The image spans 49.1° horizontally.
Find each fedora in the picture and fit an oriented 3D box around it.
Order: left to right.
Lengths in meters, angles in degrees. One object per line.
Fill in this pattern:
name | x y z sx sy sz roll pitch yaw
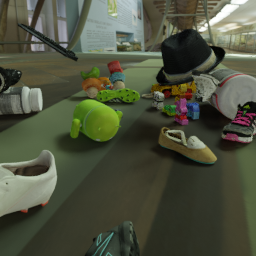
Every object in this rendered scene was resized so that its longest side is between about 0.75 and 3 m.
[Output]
fedora | 1.943 -2.605 9.627 2.778 1.269 2.778 -22 26 12

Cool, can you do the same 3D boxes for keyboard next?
keyboard | -2.782 -3.124 10.311 2.347 0.242 1.491 35 11 12

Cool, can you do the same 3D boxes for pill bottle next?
pill bottle | -4.329 -1.065 10.830 1.836 1.038 1.038 -3 19 -8
pill bottle | 3.951 -1.479 11.126 1.635 1.635 2.953 0 19 -1

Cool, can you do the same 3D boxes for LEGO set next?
LEGO set | 1.937 -1.108 10.815 1.055 1.135 2.766 -5 19 -17

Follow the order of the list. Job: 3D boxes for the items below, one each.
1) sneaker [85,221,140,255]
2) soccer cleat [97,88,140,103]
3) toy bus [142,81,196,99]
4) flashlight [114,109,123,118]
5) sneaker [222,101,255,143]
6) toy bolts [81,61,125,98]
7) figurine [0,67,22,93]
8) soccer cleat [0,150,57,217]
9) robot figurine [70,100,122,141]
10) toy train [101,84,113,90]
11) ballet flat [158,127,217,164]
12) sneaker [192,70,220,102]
sneaker | -0.202 1.790 3.366 0.653 0.622 1.649 -14 12 5
soccer cleat | -0.443 -1.463 12.727 1.944 0.656 0.788 1 4 2
toy bus | 2.193 -2.344 14.152 2.432 1.332 2.577 7 20 20
flashlight | -0.737 -0.452 10.025 0.414 0.413 1.220 18 27 39
sneaker | 3.531 -0.265 8.483 0.869 1.031 2.356 16 24 39
toy bolts | -1.053 -2.134 14.054 2.134 1.480 2.038 -18 -26 15
figurine | -5.274 -1.410 10.775 2.380 1.025 2.323 -39 11 7
soccer cleat | -2.232 1.103 4.241 0.938 1.050 2.708 27 29 26
robot figurine | -0.974 -0.241 8.399 1.606 1.059 1.830 -12 22 -30
toy train | -1.037 -2.161 15.052 1.255 0.465 1.671 2 16 10
ballet flat | 1.473 0.405 7.255 0.610 0.560 1.778 -17 25 -40
sneaker | 1.970 -1.049 7.368 0.485 0.740 1.286 28 11 37
